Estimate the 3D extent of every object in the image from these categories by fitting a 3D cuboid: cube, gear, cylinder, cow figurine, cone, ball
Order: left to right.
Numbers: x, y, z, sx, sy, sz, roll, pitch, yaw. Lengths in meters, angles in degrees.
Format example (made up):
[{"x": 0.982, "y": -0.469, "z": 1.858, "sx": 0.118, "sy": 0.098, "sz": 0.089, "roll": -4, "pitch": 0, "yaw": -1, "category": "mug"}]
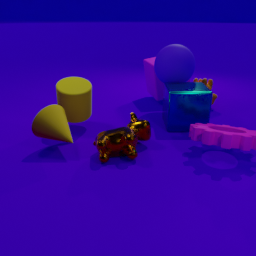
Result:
[{"x": -1.627, "y": 0.089, "z": 6.746, "sx": 0.969, "sy": 0.965, "sz": 0.965, "roll": 37, "pitch": 39, "yaw": 27, "category": "cone"}, {"x": -1.523, "y": -0.805, "z": 7.984, "sx": 0.975, "sy": 0.975, "sz": 0.975, "roll": 4, "pitch": 39, "yaw": -3, "category": "cylinder"}, {"x": -0.130, "y": 0.217, "z": 6.972, "sx": 1.494, "sy": 0.820, "sz": 1.470, "roll": -9, "pitch": 24, "yaw": -4, "category": "cow figurine"}, {"x": 1.473, "y": -1.973, "z": 10.709, "sx": 1.349, "sy": 1.349, "sz": 1.349, "roll": -14, "pitch": 26, "yaw": -8, "category": "cube"}, {"x": 1.506, "y": -2.029, "z": 9.076, "sx": 1.319, "sy": 1.319, "sz": 1.319, "roll": 0, "pitch": 23, "yaw": 0, "category": "ball"}, {"x": 1.727, "y": -0.657, "z": 8.427, "sx": 1.212, "sy": 1.212, "sz": 1.212, "roll": 0, "pitch": 23, "yaw": 0, "category": "cube"}, {"x": 2.767, "y": -1.284, "z": 10.190, "sx": 0.573, "sy": 1.027, "sz": 1.044, "roll": 1, "pitch": 8, "yaw": -32, "category": "cow figurine"}, {"x": 2.329, "y": 0.181, "z": 6.655, "sx": 1.678, "sy": 0.310, "sz": 1.678, "roll": 5, "pitch": 9, "yaw": -1, "category": "gear"}]
